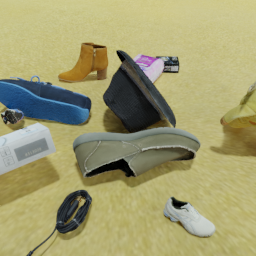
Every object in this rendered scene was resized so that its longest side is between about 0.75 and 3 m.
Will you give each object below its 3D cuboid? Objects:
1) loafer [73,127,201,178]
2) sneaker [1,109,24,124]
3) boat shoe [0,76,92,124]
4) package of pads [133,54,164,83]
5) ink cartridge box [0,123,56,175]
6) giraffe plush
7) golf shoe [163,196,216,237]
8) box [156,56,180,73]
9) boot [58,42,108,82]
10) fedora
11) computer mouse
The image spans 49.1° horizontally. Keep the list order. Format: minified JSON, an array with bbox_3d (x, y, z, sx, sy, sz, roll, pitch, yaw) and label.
[{"bbox_3d":[0.215,0.647,6.010,2.755,1.036,0.959,-4,60,-3],"label":"loafer"},{"bbox_3d":[-2.959,-0.358,7.346,0.468,0.412,1.050,-31,20,-36],"label":"sneaker"},{"bbox_3d":[-2.331,-0.769,7.813,2.686,1.130,0.922,20,40,-1],"label":"boat shoe"},{"bbox_3d":[0.432,-1.835,9.364,1.029,0.646,1.708,19,42,19],"label":"package of pads"},{"bbox_3d":[-2.783,0.381,5.864,1.894,0.559,2.367,-24,21,-26],"label":"ink cartridge box"},{"bbox_3d":[3.654,-0.183,6.213,2.183,2.322,2.691,46,27,16],"label":"giraffe plush"},{"bbox_3d":[1.111,1.581,5.044,0.984,0.478,0.385,20,40,22],"label":"golf shoe"},{"bbox_3d":[1.426,-2.325,10.234,0.841,0.362,0.689,2,37,3],"label":"box"},{"bbox_3d":[-1.534,-2.224,9.368,1.755,1.257,0.618,-3,37,-4],"label":"boot"},{"bbox_3d":[0.090,-0.739,7.171,1.184,2.593,2.593,-37,42,3],"label":"fedora"},{"bbox_3d":[-1.437,2.078,4.494,0.873,0.507,2.978,-3,27,33],"label":"computer mouse"}]
